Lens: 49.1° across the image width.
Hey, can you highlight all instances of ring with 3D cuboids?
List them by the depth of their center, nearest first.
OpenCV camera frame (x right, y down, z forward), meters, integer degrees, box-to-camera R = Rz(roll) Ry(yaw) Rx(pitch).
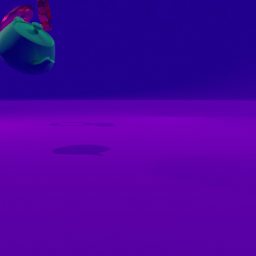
[{"bbox_3d":[-3.989,-3.836,10.016,1.526,0.305,1.526,-39,12,10],"label":"ring"}]

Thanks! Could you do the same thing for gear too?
[{"bbox_3d":[-2.904,-4.079,9.770,0.240,1.295,1.295,-5,7,-4],"label":"gear"}]

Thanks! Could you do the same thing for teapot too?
[{"bbox_3d":[-1.778,-1.486,5.094,1.057,0.832,1.700,3,42,-48],"label":"teapot"}]
